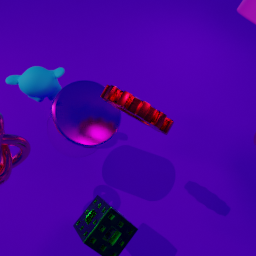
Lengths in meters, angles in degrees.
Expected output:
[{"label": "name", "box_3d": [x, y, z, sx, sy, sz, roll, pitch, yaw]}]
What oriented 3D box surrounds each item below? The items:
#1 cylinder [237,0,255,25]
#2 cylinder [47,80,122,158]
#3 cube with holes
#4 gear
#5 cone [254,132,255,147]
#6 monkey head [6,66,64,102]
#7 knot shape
[{"label": "cylinder", "box_3d": [3.219, -2.795, 6.092, 1.164, 1.164, 1.164, 21, 33, -15]}, {"label": "cylinder", "box_3d": [-0.976, -0.135, 5.957, 1.365, 1.365, 1.365, 5, 74, -19]}, {"label": "cube with holes", "box_3d": [-0.448, 1.925, 5.422, 0.765, 0.765, 0.765, 44, 77, -21]}, {"label": "gear", "box_3d": [0.143, -0.281, 4.408, 1.199, 1.199, 0.222, 30, 89, 15]}, {"label": "cone", "box_3d": [2.800, 0.516, 4.909, 1.025, 1.025, 1.029, 14, 41, 8]}, {"label": "monkey head", "box_3d": [-2.068, -1.165, 6.634, 1.406, 0.847, 1.012, -7, 56, 8]}, {"label": "knot shape", "box_3d": [-2.300, 0.313, 4.945, 0.611, 1.323, 1.238, 5, 101, 14]}]
